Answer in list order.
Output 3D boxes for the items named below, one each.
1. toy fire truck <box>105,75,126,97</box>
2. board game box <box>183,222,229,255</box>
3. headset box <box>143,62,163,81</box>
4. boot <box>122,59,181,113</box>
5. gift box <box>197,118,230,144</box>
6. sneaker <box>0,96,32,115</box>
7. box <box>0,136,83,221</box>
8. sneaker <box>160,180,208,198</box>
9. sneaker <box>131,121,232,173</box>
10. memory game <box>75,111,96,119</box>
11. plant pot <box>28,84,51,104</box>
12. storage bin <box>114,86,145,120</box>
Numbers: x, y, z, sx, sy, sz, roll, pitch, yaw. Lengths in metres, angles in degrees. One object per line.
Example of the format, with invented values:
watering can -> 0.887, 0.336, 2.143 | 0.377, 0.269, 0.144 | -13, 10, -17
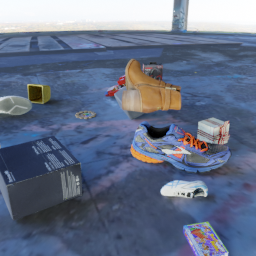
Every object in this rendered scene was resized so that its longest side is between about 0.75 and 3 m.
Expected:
toy fire truck -> -0.427, -1.815, 13.105 | 1.288, 0.860, 1.534 | -20, 19, 15
board game box -> 1.380, 2.054, 5.058 | 0.508, 0.169, 0.756 | -5, 25, -12
headset box -> 1.252, -2.724, 14.307 | 0.985, 1.325, 0.497 | 0, 24, -2
boot -> 0.866, -1.517, 9.721 | 1.962, 0.969, 2.527 | 1, 43, 6
gift box -> 2.715, 0.103, 8.697 | 0.829, 0.765, 0.774 | -19, 28, -24
sneaker -> -4.890, -0.946, 11.056 | 2.176, 0.765, 0.872 | -4, 22, -7
box -> -2.120, 1.028, 6.452 | 1.560, 0.892, 1.713 | -13, 27, -30
sneaker -> 1.267, 1.401, 6.289 | 1.060, 0.381, 0.384 | -4, 31, -2
sneaker -> 1.364, 0.457, 7.524 | 2.719, 1.066, 1.024 | 7, 26, 15
memory game -> -1.662, -0.529, 10.968 | 0.832, 0.053, 0.832 | 0, 24, 0
plant pot -> -3.877, -1.573, 12.494 | 0.787, 0.792, 0.810 | 8, 17, 18
storage bin -> 0.286, -1.051, 10.947 | 1.170, 1.268, 1.743 | -30, 33, -4
